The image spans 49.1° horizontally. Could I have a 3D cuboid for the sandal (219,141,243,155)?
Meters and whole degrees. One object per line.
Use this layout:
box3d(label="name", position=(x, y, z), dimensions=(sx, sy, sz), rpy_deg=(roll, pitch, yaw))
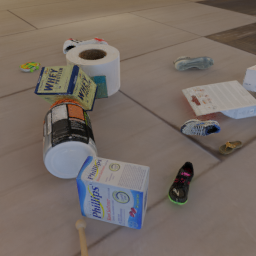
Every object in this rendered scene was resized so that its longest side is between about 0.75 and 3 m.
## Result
box3d(label="sandal", position=(3.365, 0.575, 9.159), dimensions=(0.976, 0.264, 0.392), rpy_deg=(-19, 41, -23))

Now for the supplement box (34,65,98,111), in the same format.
box3d(label="supplement box", position=(-2.150, -1.369, 9.963), dimensions=(1.529, 1.527, 1.026), rpy_deg=(2, 71, 24))

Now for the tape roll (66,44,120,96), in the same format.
box3d(label="tape roll", position=(-1.465, -2.498, 12.149), dimensions=(2.268, 1.557, 2.268), rpy_deg=(0, 37, 0))

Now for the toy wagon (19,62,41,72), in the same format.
box3d(label="toy wagon", position=(-4.879, -3.120, 14.094), dimensions=(0.838, 0.214, 1.080), rpy_deg=(22, 42, 26))

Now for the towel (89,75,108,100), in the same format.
box3d(label="towel", position=(-1.470, -1.544, 10.966), dimensions=(1.329, 0.144, 0.975), rpy_deg=(-7, 74, 2))

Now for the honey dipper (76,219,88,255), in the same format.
box3d(label="honey dipper", position=(-0.878, 2.902, 5.972), dimensions=(0.440, 0.440, 2.319), rpy_deg=(-8, 36, -10))

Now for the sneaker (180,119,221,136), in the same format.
box3d(label="sneaker", position=(2.463, 0.010, 9.426), dimensions=(1.360, 0.524, 0.580), rpy_deg=(-7, 22, -2))

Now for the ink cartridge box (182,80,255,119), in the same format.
box3d(label="ink cartridge box", position=(3.604, -1.046, 11.167), dimensions=(2.462, 0.582, 1.971), rpy_deg=(-10, 38, -3))

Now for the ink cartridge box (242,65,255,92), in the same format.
box3d(label="ink cartridge box", position=(6.009, -2.088, 11.830), dimensions=(1.535, 0.900, 2.096), rpy_deg=(24, 31, 35))

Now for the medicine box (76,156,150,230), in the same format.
box3d(label="medicine box", position=(-0.335, 1.578, 6.845), dimensions=(1.583, 1.442, 0.815), rpy_deg=(9, 38, 11))

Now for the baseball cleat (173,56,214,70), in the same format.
box3d(label="baseball cleat", position=(3.256, -3.367, 14.038), dimensions=(1.956, 0.682, 1.041), rpy_deg=(-5, 38, -8))

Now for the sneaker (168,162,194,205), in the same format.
box3d(label="sneaker", position=(1.472, 1.470, 7.682), dimensions=(0.562, 0.613, 1.464), rpy_deg=(12, 39, 15))

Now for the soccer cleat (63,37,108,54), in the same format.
box3d(label="soccer cleat", position=(-2.331, -4.375, 15.321), dimensions=(2.540, 0.872, 1.082), rpy_deg=(6, 50, 9))

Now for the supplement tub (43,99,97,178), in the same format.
box3d(label="supplement tub", position=(-1.822, 0.212, 8.605), dimensions=(1.500, 1.500, 2.448), rpy_deg=(-8, 37, -10))
